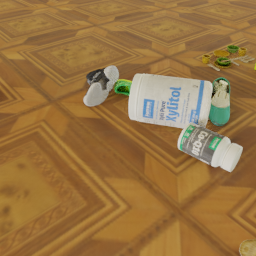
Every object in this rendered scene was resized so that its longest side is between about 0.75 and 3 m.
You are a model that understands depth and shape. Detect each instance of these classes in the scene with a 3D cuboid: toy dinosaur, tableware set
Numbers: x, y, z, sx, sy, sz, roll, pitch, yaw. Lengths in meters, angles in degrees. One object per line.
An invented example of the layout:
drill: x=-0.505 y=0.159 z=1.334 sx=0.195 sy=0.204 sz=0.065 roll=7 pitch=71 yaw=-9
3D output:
toy dinosaur: x=2.622 y=2.374 z=5.288 sx=0.926 sy=0.533 sz=1.830 roll=22 pitch=43 yaw=31
tableware set: x=4.399 y=-3.281 z=12.604 sx=2.417 sy=0.371 sz=1.628 roll=-20 pitch=42 yaw=-22

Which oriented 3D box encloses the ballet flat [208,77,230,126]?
ballet flat: x=3.064 y=-1.033 z=9.399 sx=0.765 sy=0.800 sz=2.273 roll=10 pitch=40 yaw=11

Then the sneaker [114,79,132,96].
sneaker: x=0.276 y=-1.408 z=10.110 sx=1.628 sy=0.603 sz=0.680 roll=-1 pitch=39 yaw=14

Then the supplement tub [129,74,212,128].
supplement tub: x=1.288 y=-0.802 z=8.536 sx=2.296 sy=1.515 sz=1.515 roll=8 pitch=39 yaw=11

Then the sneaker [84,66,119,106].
sneaker: x=-1.171 y=-1.501 z=10.136 sx=1.072 sy=0.711 sz=1.884 roll=6 pitch=52 yaw=43

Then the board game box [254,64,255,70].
board game box: x=6.605 y=-2.838 z=11.885 sx=2.299 sy=0.547 sz=1.168 roll=-25 pitch=45 yaw=-28

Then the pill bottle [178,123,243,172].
pill bottle: x=2.155 y=0.504 z=7.410 sx=1.496 sy=0.846 sz=0.846 roll=26 pitch=45 yaw=30
